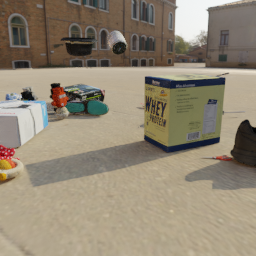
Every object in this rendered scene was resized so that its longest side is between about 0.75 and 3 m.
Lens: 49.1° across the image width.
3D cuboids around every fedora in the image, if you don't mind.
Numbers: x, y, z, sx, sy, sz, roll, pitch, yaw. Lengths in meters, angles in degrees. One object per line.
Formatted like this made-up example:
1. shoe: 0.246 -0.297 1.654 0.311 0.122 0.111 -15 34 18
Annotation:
1. fedora: -2.144 -3.586 12.375 1.633 0.746 1.633 2 21 -1

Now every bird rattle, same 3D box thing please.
1. bird rattle: -3.237 0.998 7.151 1.176 0.813 1.443 19 9 20

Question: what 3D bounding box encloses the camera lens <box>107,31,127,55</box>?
1. camera lens: -0.547 -4.244 13.966 0.820 0.820 1.025 -6 53 -20

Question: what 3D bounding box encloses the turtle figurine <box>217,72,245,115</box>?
1. turtle figurine: 3.713 -1.460 13.093 2.721 1.958 2.638 9 22 40

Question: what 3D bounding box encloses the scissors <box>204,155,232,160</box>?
1. scissors: 2.571 0.877 8.219 0.924 0.064 0.338 -1 18 -8

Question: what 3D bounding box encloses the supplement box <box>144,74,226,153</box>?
1. supplement box: 1.855 -0.612 9.444 2.247 2.244 1.508 -8 18 -26

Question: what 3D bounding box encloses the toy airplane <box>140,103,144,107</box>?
1. toy airplane: 1.197 -1.218 15.361 1.077 0.198 1.077 3 18 -1

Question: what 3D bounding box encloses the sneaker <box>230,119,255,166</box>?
1. sneaker: 4.351 0.432 7.511 2.929 1.329 1.112 5 16 13

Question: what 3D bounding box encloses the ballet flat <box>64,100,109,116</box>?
1. ballet flat: -1.967 -1.011 13.701 2.202 0.792 0.792 3 16 7

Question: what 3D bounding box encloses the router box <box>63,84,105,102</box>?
1. router box: -2.746 -1.921 16.330 1.817 0.753 2.424 18 22 24

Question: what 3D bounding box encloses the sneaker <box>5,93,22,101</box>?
1. sneaker: -6.730 -1.851 16.888 0.581 0.591 1.535 4 15 21

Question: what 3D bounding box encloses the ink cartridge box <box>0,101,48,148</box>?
1. ink cartridge box: -4.317 -0.246 10.235 1.913 1.104 2.637 1 16 4

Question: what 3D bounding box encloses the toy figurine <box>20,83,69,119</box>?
1. toy figurine: -3.900 -1.161 13.104 2.123 1.500 2.156 -11 20 -18
